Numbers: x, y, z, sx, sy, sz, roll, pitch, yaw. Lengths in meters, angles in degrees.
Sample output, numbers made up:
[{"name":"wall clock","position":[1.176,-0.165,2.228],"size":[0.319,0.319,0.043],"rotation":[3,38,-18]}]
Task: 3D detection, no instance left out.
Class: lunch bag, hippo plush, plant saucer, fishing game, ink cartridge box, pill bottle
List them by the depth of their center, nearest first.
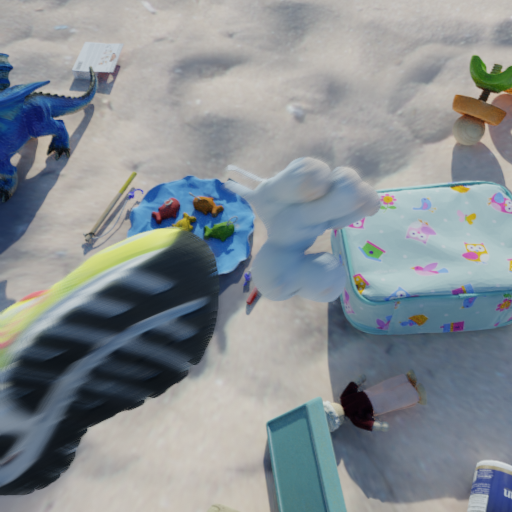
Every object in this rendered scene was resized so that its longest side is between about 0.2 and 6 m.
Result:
[{"name":"hippo plush","position":[0.403,-0.187,5.564],"size":[1.590,1.266,1.278],"rotation":[9,80,-4]},{"name":"plant saucer","position":[0.611,2.944,6.305],"size":[0.245,0.904,2.585],"rotation":[23,43,-40]},{"name":"pill bottle","position":[2.735,2.954,6.419],"size":[0.573,0.573,1.032],"rotation":[19,58,13]},{"name":"lunch bag","position":[2.566,-0.042,8.226],"size":[2.816,1.085,2.258],"rotation":[-4,52,-3]},{"name":"fishing game","position":[-1.029,-0.515,8.960],"size":[3.068,0.477,2.197],"rotation":[23,61,15]},{"name":"ink cartridge box","position":[-3.235,-4.029,11.568],"size":[0.863,0.219,0.979],"rotation":[5,55,4]}]

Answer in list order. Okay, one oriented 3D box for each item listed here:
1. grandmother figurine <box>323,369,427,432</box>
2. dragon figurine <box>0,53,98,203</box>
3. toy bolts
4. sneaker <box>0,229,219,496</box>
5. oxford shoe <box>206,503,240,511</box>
[{"name":"grandmother figurine","position":[1.449,1.937,7.264],"size":[1.461,0.443,0.886],"rotation":[-15,28,-7]},{"name":"dragon figurine","position":[-4.140,-2.441,9.229],"size":[1.307,2.208,4.441],"rotation":[33,61,21]},{"name":"toy bolts","position":[4.759,-2.481,10.146],"size":[2.133,1.479,2.037],"rotation":[29,19,30]},{"name":"sneaker","position":[-1.467,0.623,4.264],"size":[2.922,1.142,1.320],"rotation":[-40,43,23]},{"name":"oxford shoe","position":[-0.942,3.983,5.632],"size":[1.147,1.081,3.068],"rotation":[17,54,47]}]
